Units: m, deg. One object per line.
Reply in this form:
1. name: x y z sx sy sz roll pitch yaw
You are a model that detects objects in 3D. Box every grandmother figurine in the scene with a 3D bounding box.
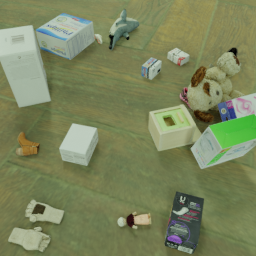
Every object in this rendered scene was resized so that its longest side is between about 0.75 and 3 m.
1. grandmother figurine: 0.174 2.629 7.920 0.943 0.286 0.572 -5 20 -1

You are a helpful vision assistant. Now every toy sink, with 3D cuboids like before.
1. toy sink: 1.734 -0.075 9.886 1.763 0.987 1.149 -11 48 -10

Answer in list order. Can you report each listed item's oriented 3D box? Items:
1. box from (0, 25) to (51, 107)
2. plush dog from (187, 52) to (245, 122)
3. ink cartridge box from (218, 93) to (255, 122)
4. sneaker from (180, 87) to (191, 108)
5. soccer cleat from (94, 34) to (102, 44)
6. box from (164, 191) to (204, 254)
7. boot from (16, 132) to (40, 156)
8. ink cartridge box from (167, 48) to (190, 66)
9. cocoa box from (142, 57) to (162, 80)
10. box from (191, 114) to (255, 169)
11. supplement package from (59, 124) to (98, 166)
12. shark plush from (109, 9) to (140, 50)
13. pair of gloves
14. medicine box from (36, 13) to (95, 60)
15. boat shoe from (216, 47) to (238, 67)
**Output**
1. box: -4.024 -2.390 11.009 1.305 2.454 1.868 -13 49 -12
2. plush dog: 3.078 -1.419 10.644 2.125 2.474 1.985 -25 18 -33
3. ink cartridge box: 4.137 -0.363 10.052 1.528 0.331 1.500 -16 88 -15
4. sneaker: 2.574 -1.182 11.186 0.479 0.579 1.213 -30 57 -27
5. soccer cleat: -1.483 -4.673 14.588 0.343 0.307 0.885 -19 47 -20
6. box: 1.540 2.560 7.654 0.826 0.717 1.351 13 49 12
7. boot: -3.453 0.548 9.774 0.736 0.350 0.951 -3 59 -2
8. ink cartridge box: 2.398 -3.400 13.365 0.628 0.354 0.855 -35 57 -26
9. cocoa box: 1.049 -2.672 12.560 0.550 0.559 0.838 27 53 23
10. box: 3.001 0.414 8.505 1.683 1.485 0.814 -14 63 -19
11. supplement package: -1.644 0.546 9.546 0.919 0.654 1.180 11 48 10
12. shark plush: -0.280 -5.076 14.591 1.136 1.239 2.726 34 44 -11
13. pair of gloves: -2.553 2.723 7.843 1.128 0.232 1.326 15 50 13
14. medicine box: -3.069 -4.610 13.976 1.935 1.093 2.124 23 51 21
15. boat shoe: 4.504 -3.049 12.784 0.750 0.738 2.014 20 51 18
